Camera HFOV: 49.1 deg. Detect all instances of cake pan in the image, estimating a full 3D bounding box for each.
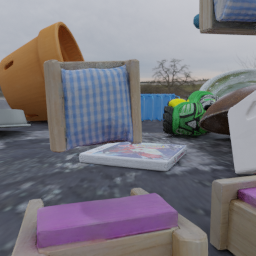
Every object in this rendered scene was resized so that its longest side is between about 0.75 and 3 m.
[{"bbox_3d":[-3.043,-0.151,5.756,1.965,0.360,1.965,-4,1,0],"label":"cake pan"}]

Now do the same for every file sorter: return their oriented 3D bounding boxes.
[{"bbox_3d":[1.003,-0.653,9.084,1.231,0.855,0.756,-1,10,-7],"label":"file sorter"}]

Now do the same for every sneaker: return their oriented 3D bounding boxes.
[{"bbox_3d":[1.735,-0.254,6.341,1.033,0.946,2.425,14,22,31],"label":"sneaker"}]

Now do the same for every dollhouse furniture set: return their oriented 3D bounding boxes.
[{"bbox_3d":[0.886,-0.481,0.780,2.410,2.553,1.666,-2,7,-18],"label":"dollhouse furniture set"}]

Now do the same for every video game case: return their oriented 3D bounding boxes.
[{"bbox_3d":[0.117,0.347,3.872,1.190,0.137,1.084,3,8,23],"label":"video game case"}]

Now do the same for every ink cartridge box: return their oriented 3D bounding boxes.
[{"bbox_3d":[2.064,0.006,2.615,1.791,0.752,1.303,-1,-14,-4],"label":"ink cartridge box"}]

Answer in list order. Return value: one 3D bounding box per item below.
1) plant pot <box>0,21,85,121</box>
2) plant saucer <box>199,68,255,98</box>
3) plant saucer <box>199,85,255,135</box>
[{"bbox_3d":[-2.484,-1.489,8.694,2.090,2.986,2.986,-15,6,7],"label":"plant pot"},{"bbox_3d":[3.527,-0.848,8.517,2.724,0.684,2.724,-12,38,9],"label":"plant saucer"},{"bbox_3d":[2.493,-0.247,4.395,2.685,0.431,2.685,2,-9,0],"label":"plant saucer"}]
